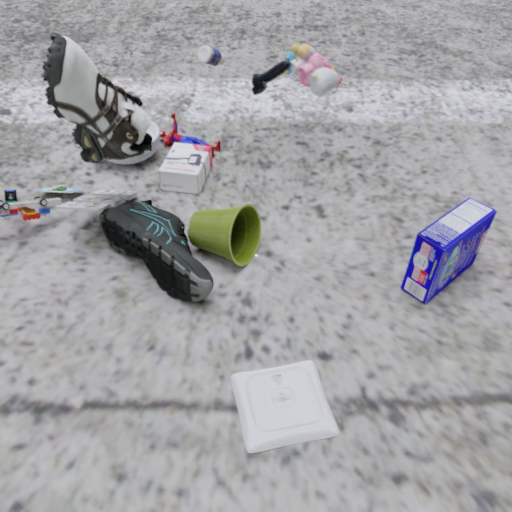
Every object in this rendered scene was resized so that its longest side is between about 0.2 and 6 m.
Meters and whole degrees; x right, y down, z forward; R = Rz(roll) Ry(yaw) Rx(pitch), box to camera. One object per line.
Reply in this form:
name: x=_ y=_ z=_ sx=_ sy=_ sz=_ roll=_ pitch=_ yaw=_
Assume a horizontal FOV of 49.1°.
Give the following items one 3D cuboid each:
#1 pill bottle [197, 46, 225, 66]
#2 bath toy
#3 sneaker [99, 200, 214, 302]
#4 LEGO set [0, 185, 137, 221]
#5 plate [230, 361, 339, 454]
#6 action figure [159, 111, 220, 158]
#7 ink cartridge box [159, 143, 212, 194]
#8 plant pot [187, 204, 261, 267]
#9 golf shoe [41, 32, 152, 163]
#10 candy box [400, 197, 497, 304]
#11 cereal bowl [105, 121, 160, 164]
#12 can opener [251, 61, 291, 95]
pill bottle: x=-0.936 y=-4.245 z=11.931 sx=0.344 sy=0.344 sz=0.619 roll=27 pitch=20 yaw=27
bath toy: x=1.307 y=-4.242 z=12.702 sx=0.718 sy=0.844 sz=1.942 roll=-12 pitch=38 yaw=-16
sneaker: x=-1.767 y=-0.284 z=10.856 sx=1.243 sy=1.182 sz=3.135 roll=-31 pitch=51 yaw=-32
LEGO set: x=-4.310 y=-1.034 z=12.030 sx=2.962 sy=0.727 sz=2.213 roll=3 pitch=16 yaw=7
plate: x=0.412 y=2.256 z=8.721 sx=1.435 sy=0.232 sz=1.438 roll=-9 pitch=43 yaw=-9
action figure: x=-1.798 y=-3.134 z=14.309 sx=1.740 sy=0.861 sz=0.568 roll=15 pitch=44 yaw=20
ink cartridge box: x=-1.659 y=-2.101 z=13.329 sx=0.951 sy=0.554 sz=1.313 roll=7 pitch=42 yaw=8
plant pot: x=-0.700 y=-0.491 z=11.208 sx=1.174 sy=1.236 sz=1.236 roll=10 pitch=42 yaw=28
golf shoe: x=-2.759 y=-2.814 z=10.213 sx=1.580 sy=3.345 sz=1.300 roll=4 pitch=75 yaw=1
candy box: x=3.574 y=-0.114 z=10.455 sx=1.694 sy=1.432 sz=0.653 roll=-30 pitch=53 yaw=-30
cereal bowl: x=-3.207 y=-2.787 z=13.992 sx=1.654 sy=0.689 sz=1.654 roll=0 pitch=41 yaw=0
can opener: x=0.326 y=-3.905 z=12.133 sx=1.139 sy=0.448 sz=0.361 roll=-23 pitch=-2 yaw=41
